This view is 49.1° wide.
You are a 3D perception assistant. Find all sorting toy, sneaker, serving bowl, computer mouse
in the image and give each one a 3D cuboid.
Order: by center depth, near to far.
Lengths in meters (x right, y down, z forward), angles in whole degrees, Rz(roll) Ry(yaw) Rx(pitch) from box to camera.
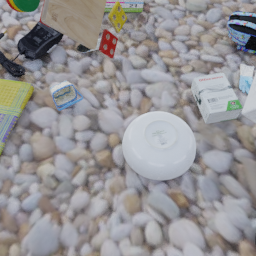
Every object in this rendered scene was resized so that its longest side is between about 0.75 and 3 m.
[{"bbox_3d":[-1.041,-2.460,5.568,0.498,2.945,1.420,13,91,32],"label":"sorting toy"},{"bbox_3d":[0.830,0.324,7.309,1.989,0.654,1.989,0,59,0],"label":"serving bowl"},{"bbox_3d":[-3.344,-2.895,9.390,1.870,0.613,2.663,32,73,16],"label":"computer mouse"},{"bbox_3d":[-1.229,-2.752,9.465,0.993,0.360,0.357,-14,87,5],"label":"sneaker"}]

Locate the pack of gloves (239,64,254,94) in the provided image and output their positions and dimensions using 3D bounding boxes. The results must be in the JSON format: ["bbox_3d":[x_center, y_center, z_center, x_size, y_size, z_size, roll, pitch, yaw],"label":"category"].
[{"bbox_3d":[4.036,-1.507,8.691,1.067,0.251,1.270,12,59,8],"label":"pack of gloves"}]

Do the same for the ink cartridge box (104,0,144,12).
[{"bbox_3d":[-0.443,-5.589,9.530,2.184,2.955,1.119,-3,58,-8],"label":"ink cartridge box"}]

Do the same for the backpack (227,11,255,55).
[{"bbox_3d":[3.977,-3.225,9.335,1.427,0.960,1.303,18,60,10],"label":"backpack"}]

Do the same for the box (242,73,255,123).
[{"bbox_3d":[3.505,-1.088,5.471,1.163,1.666,2.188,30,71,-8],"label":"box"}]

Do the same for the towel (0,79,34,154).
[{"bbox_3d":[-4.042,-0.354,7.937,2.025,0.321,2.819,10,59,6],"label":"towel"}]

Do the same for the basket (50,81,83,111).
[{"bbox_3d":[-1.786,-0.920,8.070,0.787,0.621,0.893,-26,45,-14],"label":"basket"}]

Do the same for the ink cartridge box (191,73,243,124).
[{"bbox_3d":[2.518,-0.878,8.106,0.986,0.559,1.345,-10,59,-6],"label":"ink cartridge box"}]
